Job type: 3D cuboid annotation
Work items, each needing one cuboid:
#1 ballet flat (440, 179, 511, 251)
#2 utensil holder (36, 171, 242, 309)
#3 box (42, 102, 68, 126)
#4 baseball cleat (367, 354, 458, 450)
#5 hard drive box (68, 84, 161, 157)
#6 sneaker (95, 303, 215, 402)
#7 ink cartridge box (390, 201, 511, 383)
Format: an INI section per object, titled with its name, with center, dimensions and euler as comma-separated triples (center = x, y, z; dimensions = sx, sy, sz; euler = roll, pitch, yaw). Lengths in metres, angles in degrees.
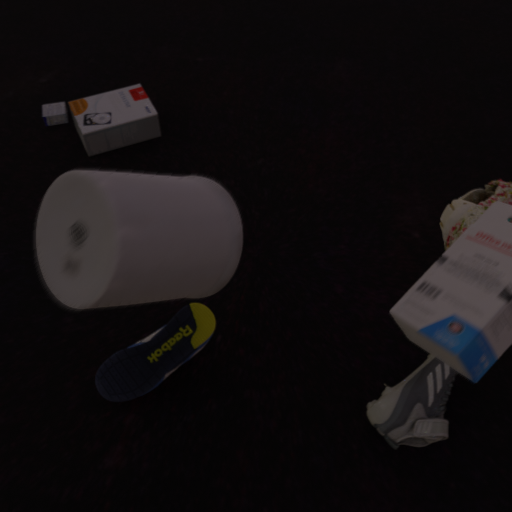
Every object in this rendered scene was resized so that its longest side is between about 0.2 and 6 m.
[ballet flat]
center = 2.998, -0.436, 7.554
dimensions = 0.876, 1.036, 2.740
euler = 37, 34, 24
[utensil holder]
center = -1.436, -0.231, 7.032
dimensions = 1.694, 1.694, 1.994
euler = 41, 25, 29
[box]
center = -4.834, -3.411, 13.465
dimensions = 0.537, 0.281, 0.493
euler = -11, 51, -10
[baseball cleat]
center = 2.711, 2.137, 8.523
dimensions = 2.123, 0.740, 1.130
euler = -32, 64, -14
[hard drive box]
center = -3.281, -3.174, 13.006
dimensions = 1.749, 0.672, 1.363
euler = -21, 53, -17
[sneaker]
center = -1.531, 1.583, 8.927
dimensions = 2.144, 0.882, 0.793
euler = -33, 83, -4
[ink cartridge box]
center = 2.319, 0.311, 5.662
dimensions = 1.686, 0.572, 0.978
euler = -45, 35, -6
